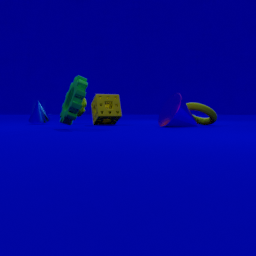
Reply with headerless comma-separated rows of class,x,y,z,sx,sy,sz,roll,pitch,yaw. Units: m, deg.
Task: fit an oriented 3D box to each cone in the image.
cone,-3.598,-0.709,11.283,0.858,0.861,0.858,3,25,-1
cone,1.804,-0.319,9.020,1.201,1.196,1.196,27,-6,-17

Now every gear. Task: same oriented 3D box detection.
gear,-1.484,-0.741,7.591,0.249,1.344,1.344,20,-5,-23

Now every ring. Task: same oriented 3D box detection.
ring,2.549,-0.498,10.120,1.322,0.264,1.322,21,-18,7

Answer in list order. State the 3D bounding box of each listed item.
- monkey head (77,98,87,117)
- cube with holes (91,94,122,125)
monkey head,-2.265,-0.936,11.744,0.837,1.390,1.000,19,-12,-27
cube with holes,-0.810,-0.663,10.292,0.856,0.856,0.856,-1,-20,-21
